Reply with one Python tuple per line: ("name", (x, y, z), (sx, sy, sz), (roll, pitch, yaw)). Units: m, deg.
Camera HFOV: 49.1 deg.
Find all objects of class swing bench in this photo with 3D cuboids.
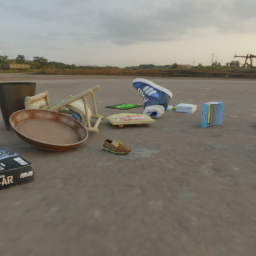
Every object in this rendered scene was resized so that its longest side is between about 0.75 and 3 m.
("swing bench", (-2.343, -0.700, 10.907), (2.464, 1.598, 2.450), (-7, 13, 2))

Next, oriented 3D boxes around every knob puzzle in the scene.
("knob puzzle", (0.007, -0.331, 12.029), (2.168, 0.301, 2.168), (0, 13, 0))

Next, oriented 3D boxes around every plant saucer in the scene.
("plant saucer", (-2.431, 0.075, 8.668), (2.356, 0.406, 2.356), (16, 21, -6))

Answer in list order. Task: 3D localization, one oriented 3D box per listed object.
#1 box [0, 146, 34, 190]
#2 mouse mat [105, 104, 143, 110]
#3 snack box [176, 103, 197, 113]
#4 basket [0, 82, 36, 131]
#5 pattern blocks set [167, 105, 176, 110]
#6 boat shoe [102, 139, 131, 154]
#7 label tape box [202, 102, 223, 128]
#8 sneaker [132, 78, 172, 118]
("box", (-3.157, 0.916, 6.233), (1.477, 0.401, 1.844), (-10, 16, -38))
("mouse mat", (-0.206, -1.305, 16.948), (1.590, 0.074, 1.975), (9, 15, 35))
("snack box", (3.186, -1.086, 15.265), (0.900, 0.361, 1.067), (7, 16, 25))
("basket", (-4.341, -0.862, 10.964), (1.623, 1.800, 1.224), (2, 13, 6))
("pattern blocks set", (2.170, -1.191, 16.245), (1.433, 0.132, 1.631), (8, 15, 31))
("boat shoe", (-0.366, 0.518, 8.108), (0.963, 0.356, 0.364), (9, 15, 34))
("label tape box", (3.351, -0.554, 11.531), (1.332, 0.954, 0.440), (-9, 16, -35))
("sneaker", (0.874, -1.347, 13.458), (2.199, 1.610, 0.886), (25, -17, 19))
